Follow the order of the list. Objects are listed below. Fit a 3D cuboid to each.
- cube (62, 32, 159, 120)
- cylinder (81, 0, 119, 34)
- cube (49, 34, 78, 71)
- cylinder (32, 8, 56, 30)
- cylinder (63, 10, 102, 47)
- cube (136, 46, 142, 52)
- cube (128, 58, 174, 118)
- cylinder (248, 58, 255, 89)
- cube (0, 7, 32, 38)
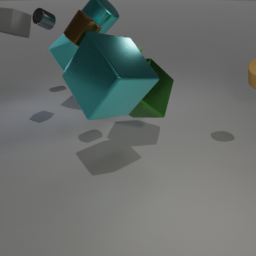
[{"bbox_3d":[-0.427,-1.199,6.630,1.400,1.400,1.400,-11,62,-47],"label":"cube"},{"bbox_3d":[-1.336,-4.842,12.279,1.400,1.400,1.400,36,31,-26],"label":"cylinder"},{"bbox_3d":[-1.967,-3.080,11.158,1.400,1.400,1.400,-6,41,32],"label":"cube"},{"bbox_3d":[-3.575,-4.642,11.938,0.700,0.700,0.700,19,7,32],"label":"cylinder"},{"bbox_3d":[-1.129,-2.432,6.979,0.700,0.700,0.700,36,17,-13],"label":"cylinder"},{"bbox_3d":[0.110,-2.948,11.353,0.700,0.700,0.700,19,32,5],"label":"cube"},{"bbox_3d":[0.424,-1.232,9.131,1.400,1.400,1.400,2,-20,43],"label":"cube"},{"bbox_3d":[3.867,-1.584,8.121,0.700,0.700,0.700,-10,59,18],"label":"cylinder"},{"bbox_3d":[-3.482,-3.206,8.550,0.700,0.700,0.700,17,12,27],"label":"cube"}]
